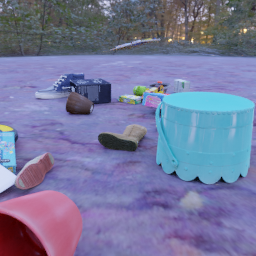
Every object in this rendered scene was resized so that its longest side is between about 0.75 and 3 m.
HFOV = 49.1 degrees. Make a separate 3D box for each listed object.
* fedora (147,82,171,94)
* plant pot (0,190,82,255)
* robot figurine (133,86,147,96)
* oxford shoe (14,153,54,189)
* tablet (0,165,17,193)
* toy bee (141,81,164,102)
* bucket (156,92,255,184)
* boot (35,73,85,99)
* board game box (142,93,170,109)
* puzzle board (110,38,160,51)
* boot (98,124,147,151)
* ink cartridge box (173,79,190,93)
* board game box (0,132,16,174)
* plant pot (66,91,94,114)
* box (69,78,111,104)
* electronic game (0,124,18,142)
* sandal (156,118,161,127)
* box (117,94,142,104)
[{"bbox_3d":[1.703,-2.050,15.404,1.278,0.652,1.445,7,22,23],"label":"fedora"},{"bbox_3d":[-1.297,1.509,3.763,1.404,1.404,1.242,4,8,13],"label":"plant pot"},{"bbox_3d":[0.695,-2.044,15.557,0.942,0.545,0.826,9,-2,27],"label":"robot figurine"},{"bbox_3d":[-2.253,1.049,6.560,0.517,0.496,1.401,-18,11,19],"label":"oxford shoe"},{"bbox_3d":[-3.066,1.225,5.884,0.833,0.087,1.280,26,37,25],"label":"tablet"},{"bbox_3d":[1.409,-1.887,14.383,1.214,1.008,1.855,9,21,28],"label":"toy bee"},{"bbox_3d":[1.962,0.088,7.297,2.630,1.711,2.630,0,17,0],"label":"bucket"},{"bbox_3d":[-3.694,-2.358,15.356,2.781,1.256,1.012,-10,21,-27],"label":"boot"},{"bbox_3d":[2.331,-1.024,11.870,2.769,0.558,2.119,14,13,37],"label":"board game box"},{"bbox_3d":[0.278,-3.393,11.338,1.676,0.146,1.263,-2,14,40],"label":"puzzle board"},{"bbox_3d":[-0.137,0.236,8.859,1.285,0.485,1.467,16,22,8],"label":"boot"},{"bbox_3d":[3.093,-2.363,16.173,0.433,0.764,1.043,-7,20,-22],"label":"ink cartridge box"},{"bbox_3d":[-3.390,0.606,7.037,1.017,0.316,1.347,2,35,-25],"label":"board game box"},{"bbox_3d":[-2.006,-0.973,12.002,1.006,0.940,0.940,17,21,8],"label":"plant pot"},{"bbox_3d":[-1.929,-1.890,14.293,1.760,1.034,1.731,-7,20,-20],"label":"box"},{"bbox_3d":[-4.729,0.370,8.182,2.846,0.592,2.846,1,18,0],"label":"electronic game"},{"bbox_3d":[1.580,-0.456,10.364,0.733,0.803,1.845,12,22,25],"label":"sandal"},{"bbox_3d":[0.097,-1.481,14.280,1.213,0.293,0.712,13,22,38],"label":"box"}]
